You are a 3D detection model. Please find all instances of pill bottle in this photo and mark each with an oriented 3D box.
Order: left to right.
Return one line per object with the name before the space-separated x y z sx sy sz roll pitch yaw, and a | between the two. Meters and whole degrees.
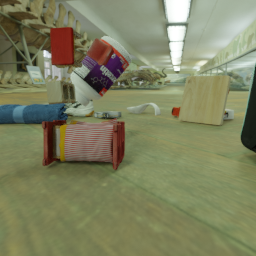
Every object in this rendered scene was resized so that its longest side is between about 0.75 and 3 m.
pill bottle | -0.804 -1.453 7.415 1.010 1.796 1.010 40 1 -1

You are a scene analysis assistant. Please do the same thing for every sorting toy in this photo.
sorting toy | 3.137 -1.081 11.218 1.876 1.887 0.657 10 -3 45

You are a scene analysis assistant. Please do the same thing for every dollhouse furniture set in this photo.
dollhouse furniture set | -0.871 -0.648 5.669 1.495 2.777 1.129 0 5 7

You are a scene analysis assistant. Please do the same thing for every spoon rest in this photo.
spoon rest | 0.790 -1.005 14.252 1.953 0.592 0.970 10 14 41

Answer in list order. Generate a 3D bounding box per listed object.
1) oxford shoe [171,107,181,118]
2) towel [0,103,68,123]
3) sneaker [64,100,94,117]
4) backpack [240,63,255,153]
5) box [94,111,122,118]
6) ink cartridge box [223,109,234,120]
oxford shoe | 2.490 -0.688 12.642 0.539 0.529 1.486 8 11 -15
towel | -4.080 -0.617 11.518 2.966 0.720 1.656 0 10 -1
sneaker | -2.972 -1.205 13.561 2.788 1.222 1.054 0 11 10
backpack | 3.752 -0.394 5.641 2.574 2.263 1.974 5 13 3
box | -0.927 -0.612 12.756 0.831 0.253 1.049 -6 8 -36
ink cartridge box | 4.046 -0.611 12.387 0.990 0.424 0.731 -3 10 -11
